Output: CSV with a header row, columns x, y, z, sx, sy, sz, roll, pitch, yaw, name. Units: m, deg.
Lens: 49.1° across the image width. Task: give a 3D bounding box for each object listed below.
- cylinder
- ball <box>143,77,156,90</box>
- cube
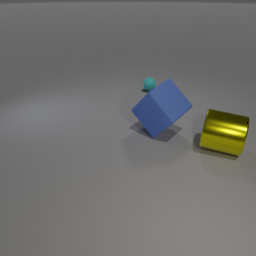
x,y,z,sx,sy,sz,roll,pitch,yaw,name
3.352,0.142,9.796,1.400,1.400,1.400,14,30,17,cylinder
1.188,-2.425,15.361,0.700,0.700,0.700,0,28,0,ball
1.283,-0.758,10.702,1.400,1.400,1.400,51,52,3,cube
